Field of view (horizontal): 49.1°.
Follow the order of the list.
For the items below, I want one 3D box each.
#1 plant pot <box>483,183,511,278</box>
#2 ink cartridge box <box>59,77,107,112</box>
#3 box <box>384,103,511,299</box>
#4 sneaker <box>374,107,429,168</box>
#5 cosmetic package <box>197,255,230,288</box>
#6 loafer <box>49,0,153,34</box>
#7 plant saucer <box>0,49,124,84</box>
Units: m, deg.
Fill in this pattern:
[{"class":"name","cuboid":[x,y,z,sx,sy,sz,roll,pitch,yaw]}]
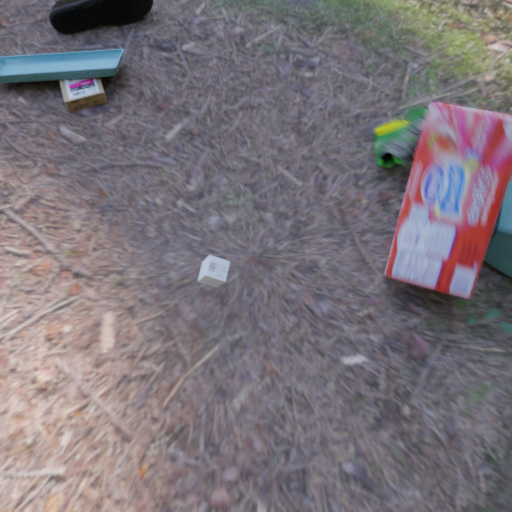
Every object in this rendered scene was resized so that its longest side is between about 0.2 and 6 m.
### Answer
[{"class":"plant pot","cuboid":[5.320,-0.295,9.683,2.366,1.672,1.672,14,61,14]},{"class":"ink cartridge box","cuboid":[-3.787,-3.607,12.270,0.880,0.330,0.725,-18,63,-9]},{"class":"box","cuboid":[3.168,-0.948,9.141,1.425,2.859,1.365,15,18,14]},{"class":"sneaker","cuboid":[3.050,-2.187,10.574,0.802,2.056,0.876,8,79,-26]},{"class":"cosmetic package","cuboid":[-0.705,0.263,9.281,0.373,0.449,0.376,18,69,-16]},{"class":"loafer","cuboid":[-3.719,-6.071,13.347,2.479,0.905,0.884,-13,61,-7]},{"class":"plant saucer","cuboid":[-4.415,-4.192,12.425,2.904,0.275,1.015,-2,43,3]}]
